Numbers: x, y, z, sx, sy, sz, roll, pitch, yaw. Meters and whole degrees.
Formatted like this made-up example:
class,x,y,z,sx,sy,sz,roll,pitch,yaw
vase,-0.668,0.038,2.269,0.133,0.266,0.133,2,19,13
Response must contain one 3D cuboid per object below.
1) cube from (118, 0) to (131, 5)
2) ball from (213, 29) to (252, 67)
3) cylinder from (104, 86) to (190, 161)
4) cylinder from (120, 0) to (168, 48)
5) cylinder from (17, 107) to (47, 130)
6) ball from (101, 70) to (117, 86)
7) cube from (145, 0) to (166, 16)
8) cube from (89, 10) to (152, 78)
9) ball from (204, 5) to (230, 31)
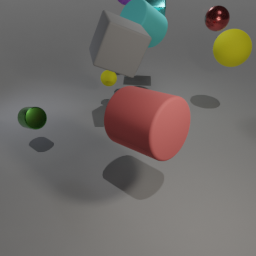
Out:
class,x,y,z,sx,sy,sz,roll,pitch,yaw
cube,0.012,-6.096,12.929,0.700,0.700,0.700,-1,35,-23
ball,3.975,-3.046,10.696,1.400,1.400,1.400,0,30,0
cylinder,0.425,-0.138,6.237,1.400,1.400,1.400,20,35,41
cylinder,0.597,-4.043,10.881,1.400,1.400,1.400,30,11,40
cylinder,-3.026,-0.320,8.839,0.700,0.700,0.700,-25,19,-35
ball,-0.822,-2.131,11.969,0.700,0.700,0.700,0,30,0
cube,0.913,-5.072,12.225,1.400,1.400,1.400,4,57,4
cube,-0.307,-2.670,8.925,1.400,1.400,1.400,14,31,-23
ball,2.583,-3.176,8.130,0.700,0.700,0.700,0,30,0
